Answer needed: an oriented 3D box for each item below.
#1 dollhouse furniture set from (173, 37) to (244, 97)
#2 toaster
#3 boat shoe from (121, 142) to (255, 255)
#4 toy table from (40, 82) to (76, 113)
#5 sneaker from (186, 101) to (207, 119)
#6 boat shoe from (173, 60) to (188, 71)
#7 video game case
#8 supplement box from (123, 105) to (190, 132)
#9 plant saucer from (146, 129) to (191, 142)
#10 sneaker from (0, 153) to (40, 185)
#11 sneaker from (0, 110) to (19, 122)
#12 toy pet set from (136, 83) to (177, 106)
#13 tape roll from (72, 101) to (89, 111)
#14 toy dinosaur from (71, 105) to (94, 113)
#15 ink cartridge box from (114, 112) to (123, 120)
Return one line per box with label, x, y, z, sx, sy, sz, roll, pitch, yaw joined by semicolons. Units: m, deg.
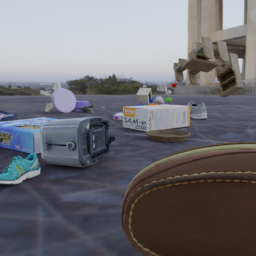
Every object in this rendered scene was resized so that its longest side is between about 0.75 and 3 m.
dollhouse furniture set;1.415;-0.960;4.806;0.988;0.656;0.866;4;-18;-23
toaster;-0.893;0.200;4.950;0.917;0.807;1.420;0;7;18
boat shoe;1.161;0.624;1.541;2.580;0.929;0.871;5;7;15
toy table;-3.623;-1.528;14.527;1.070;1.679;1.827;17;-16;25
sneaker;2.707;-0.821;12.200;0.671;0.737;1.797;-6;10;-38
boat shoe;1.883;-2.105;9.632;0.311;0.316;0.890;28;-10;-18
video game case;-2.114;0.102;6.741;2.102;0.478;1.905;6;11;35
supplement box;0.941;-0.362;9.112;1.921;0.706;1.210;-6;10;-37
plant saucer;1.034;0.191;7.222;1.136;0.167;1.136;1;8;0
sneaker;-1.590;0.574;3.934;0.336;0.345;0.867;3;9;21
sneaker;-5.020;-0.564;10.805;1.532;0.628;0.537;-3;9;-17
toy pet set;1.554;-1.432;15.932;2.195;1.249;2.351;5;41;22
tape roll;-2.906;-1.283;16.139;1.266;0.538;1.266;0;9;0
toy dinosaur;-2.268;-1.010;14.953;1.618;0.384;0.713;3;15;44
ink cartridge box;-0.162;-0.499;11.790;0.663;0.233;1.110;2;11;10
